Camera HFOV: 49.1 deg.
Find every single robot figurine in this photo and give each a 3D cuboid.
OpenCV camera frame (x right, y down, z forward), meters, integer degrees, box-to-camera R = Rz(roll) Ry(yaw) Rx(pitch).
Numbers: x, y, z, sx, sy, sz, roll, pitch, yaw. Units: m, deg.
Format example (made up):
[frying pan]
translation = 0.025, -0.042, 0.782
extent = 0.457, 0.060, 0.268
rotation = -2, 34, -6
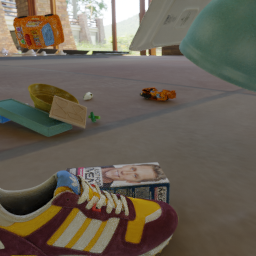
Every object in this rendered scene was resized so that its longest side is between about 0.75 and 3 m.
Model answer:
[robot figurine]
translation = 1.104, -1.305, 10.633
extent = 0.986, 0.396, 1.360
rotation = -13, 21, -41

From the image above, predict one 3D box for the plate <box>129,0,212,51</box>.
[plate]
translation = 1.541, -3.245, 8.043
extent = 2.642, 2.636, 0.427
rotation = -20, 67, -36

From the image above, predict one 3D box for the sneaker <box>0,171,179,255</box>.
[sneaker]
translation = -0.384, 0.856, 2.804
extent = 1.965, 0.885, 0.737
rotation = -6, 18, -17

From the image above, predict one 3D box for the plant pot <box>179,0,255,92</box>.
[plant pot]
translation = 2.164, -1.723, 4.967
extent = 2.112, 1.415, 2.112
rotation = 15, 32, -9

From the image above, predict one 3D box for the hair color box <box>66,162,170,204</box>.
[hair color box]
translation = -0.171, 0.805, 3.792
extent = 1.344, 0.407, 0.672
rotation = -3, 17, -8

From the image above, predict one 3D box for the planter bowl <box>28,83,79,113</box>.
[planter bowl]
translation = -2.166, -0.670, 7.907
extent = 1.439, 0.599, 1.439
rotation = 22, 23, -10

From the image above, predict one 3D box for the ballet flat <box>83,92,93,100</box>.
[ballet flat]
translation = -1.491, -1.216, 10.671
extent = 0.264, 0.264, 0.760
rotation = 2, 17, 5

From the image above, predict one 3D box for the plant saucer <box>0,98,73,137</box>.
[plant saucer]
translation = -2.577, -0.338, 7.232
extent = 2.407, 0.228, 0.842
rotation = 21, 25, 27

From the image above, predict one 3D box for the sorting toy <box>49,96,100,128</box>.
[sorting toy]
translation = -1.328, -0.321, 7.240
extent = 1.338, 0.197, 0.989
rotation = 20, 33, -20

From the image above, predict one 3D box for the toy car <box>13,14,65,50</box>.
[toy car]
translation = -1.903, -2.662, 5.801
extent = 1.183, 2.411, 0.802
rotation = 13, 39, -4

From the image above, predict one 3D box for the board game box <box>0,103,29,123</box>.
[board game box]
translation = -3.666, -0.481, 8.105
extent = 1.103, 0.315, 1.126
rotation = 6, 18, 20
